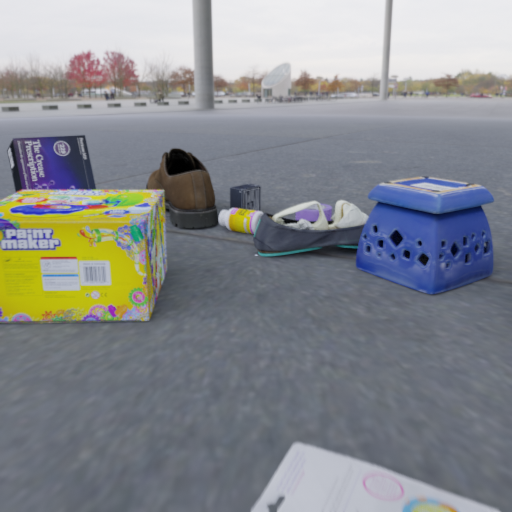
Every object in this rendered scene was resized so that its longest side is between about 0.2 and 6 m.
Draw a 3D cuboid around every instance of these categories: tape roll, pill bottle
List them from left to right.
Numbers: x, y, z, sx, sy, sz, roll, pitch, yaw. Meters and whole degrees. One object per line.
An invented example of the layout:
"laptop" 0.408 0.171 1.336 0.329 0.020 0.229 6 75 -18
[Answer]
"pill bottle" -0.288 -0.692 11.026 0.884 0.461 0.461 10 20 28
"tape roll" 1.216 -0.883 11.863 0.761 0.323 0.761 0 17 0

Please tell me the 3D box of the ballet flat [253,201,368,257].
"ballet flat" 1.242 -0.508 9.721 2.611 0.954 0.954 -3 18 -11

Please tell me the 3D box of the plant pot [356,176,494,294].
"plant pot" 2.613 -0.413 8.572 1.575 1.416 1.575 -11 20 -34

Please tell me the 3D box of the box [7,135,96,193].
"box" -3.616 -1.182 10.137 1.293 1.832 0.722 -11 -3 -33

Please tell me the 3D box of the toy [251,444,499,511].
"toy" 0.993 1.833 2.971 2.187 0.516 1.259 9 17 23

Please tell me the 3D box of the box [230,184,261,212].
"box" -0.247 -1.235 12.440 0.393 0.638 0.633 15 23 38

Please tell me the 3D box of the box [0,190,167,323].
"box" -2.433 -0.089 7.695 2.175 1.327 2.095 0 17 -3

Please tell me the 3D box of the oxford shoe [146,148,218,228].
"oxford shoe" -1.683 -1.715 12.609 1.289 1.497 3.547 -10 19 -23
